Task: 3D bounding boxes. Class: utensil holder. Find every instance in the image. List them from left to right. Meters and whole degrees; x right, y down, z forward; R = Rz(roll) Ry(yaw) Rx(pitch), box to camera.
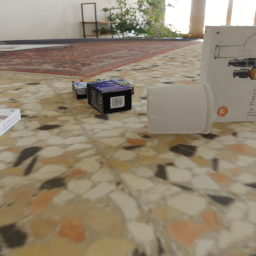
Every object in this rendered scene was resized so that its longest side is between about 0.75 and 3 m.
[{"bbox_3d":[1.418,-0.524,8.044,1.721,1.462,1.462,-3,22,1],"label":"utensil holder"}]

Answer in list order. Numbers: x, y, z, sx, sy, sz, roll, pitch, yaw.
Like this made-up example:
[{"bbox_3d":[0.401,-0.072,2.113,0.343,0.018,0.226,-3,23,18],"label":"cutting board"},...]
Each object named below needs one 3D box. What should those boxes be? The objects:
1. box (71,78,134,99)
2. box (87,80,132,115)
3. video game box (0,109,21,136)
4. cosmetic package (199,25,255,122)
[{"bbox_3d":[-1.164,-1.797,12.452,2.496,0.498,1.709,-6,22,-15],"label":"box"},{"bbox_3d":[-0.728,-1.188,10.461,1.200,0.846,1.622,-12,25,-26],"label":"box"},{"bbox_3d":[-4.484,-0.166,8.457,1.865,0.437,1.699,1,19,3],"label":"video game box"},{"bbox_3d":[3.416,-1.666,8.795,2.224,2.950,0.762,-1,23,-3],"label":"cosmetic package"}]
